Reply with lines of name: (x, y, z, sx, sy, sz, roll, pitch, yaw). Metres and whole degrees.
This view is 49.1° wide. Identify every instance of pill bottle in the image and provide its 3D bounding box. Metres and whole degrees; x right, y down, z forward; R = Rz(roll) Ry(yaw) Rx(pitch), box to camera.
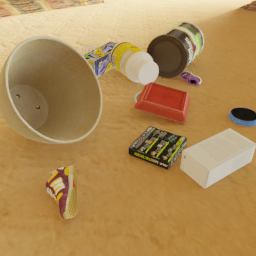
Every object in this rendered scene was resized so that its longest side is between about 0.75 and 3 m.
pill bottle: (0.274, -2.701, 11.775, 1.297, 1.297, 2.330, -16, 38, -22)

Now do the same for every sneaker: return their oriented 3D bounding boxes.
sneaker: (2.582, -2.067, 11.679, 0.975, 0.393, 0.407, 30, 50, 35)
sneaker: (-1.546, 1.503, 6.407, 0.703, 0.585, 1.561, -11, 29, -2)

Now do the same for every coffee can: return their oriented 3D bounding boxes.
coffee can: (2.160, -3.551, 12.514, 1.830, 1.830, 2.501, 17, 38, 23)

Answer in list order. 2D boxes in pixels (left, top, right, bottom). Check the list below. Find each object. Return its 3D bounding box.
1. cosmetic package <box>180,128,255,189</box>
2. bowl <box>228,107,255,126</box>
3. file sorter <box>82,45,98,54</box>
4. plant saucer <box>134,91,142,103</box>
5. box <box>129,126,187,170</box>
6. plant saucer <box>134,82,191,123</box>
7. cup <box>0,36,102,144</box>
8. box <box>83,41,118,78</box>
cosmetic package: (2.364, 0.744, 7.345, 1.814, 0.646, 0.920, -20, 39, -27)
bowl: (3.897, -0.397, 9.410, 0.970, 0.190, 0.970, 0, 35, 0)
file sorter: (-1.810, -3.774, 14.019, 0.844, 0.518, 0.585, 22, 41, 27)
plant saucer: (1.004, -0.882, 9.928, 1.568, 0.394, 1.568, 0, 35, 0)
box: (0.865, 0.515, 7.997, 1.259, 0.310, 1.303, 20, 39, 24)
plant saucer: (1.282, -0.993, 9.734, 1.784, 0.328, 1.788, 17, 38, 7)
cup: (-2.510, -0.819, 8.105, 2.091, 2.924, 2.924, -17, 18, 43)
box: (-1.168, -3.085, 12.676, 0.819, 0.893, 2.549, 18, 39, 24)
